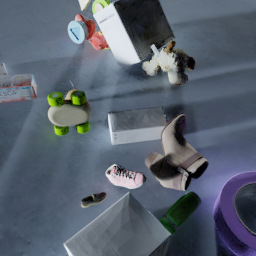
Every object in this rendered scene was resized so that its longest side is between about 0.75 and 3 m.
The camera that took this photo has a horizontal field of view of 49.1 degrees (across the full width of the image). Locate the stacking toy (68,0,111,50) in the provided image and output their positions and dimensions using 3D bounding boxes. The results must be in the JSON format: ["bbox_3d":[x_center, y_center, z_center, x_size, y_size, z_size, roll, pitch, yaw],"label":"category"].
[{"bbox_3d":[-1.988,-5.315,14.250,2.744,2.484,1.159,24,41,25],"label":"stacking toy"}]

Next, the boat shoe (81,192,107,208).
[{"bbox_3d":[-1.062,2.220,8.769,0.862,0.279,0.316,-22,44,-22],"label":"boat shoe"}]

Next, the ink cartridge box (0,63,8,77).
[{"bbox_3d":[-6.300,-2.734,13.484,0.811,0.206,0.920,-20,50,-18],"label":"ink cartridge box"}]

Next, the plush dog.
[{"bbox_3d":[2.083,-3.227,13.134,2.314,1.856,1.987,24,29,20],"label":"plush dog"}]

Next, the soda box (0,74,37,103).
[{"bbox_3d":[-5.319,-1.685,12.131,2.552,0.811,0.873,-7,48,-7],"label":"soda box"}]

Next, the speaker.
[{"bbox_3d":[1.554,2.445,8.212,1.324,0.585,0.585,-36,57,-26],"label":"speaker"}]

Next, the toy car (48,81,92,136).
[{"bbox_3d":[-2.256,-0.987,11.061,1.593,1.658,2.019,-5,38,-5],"label":"toy car"}]

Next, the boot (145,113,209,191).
[{"bbox_3d":[1.846,0.822,9.449,1.927,0.926,2.636,26,76,43],"label":"boot"}]

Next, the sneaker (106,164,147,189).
[{"bbox_3d":[-0.127,1.482,8.708,1.345,0.703,0.506,-5,46,38],"label":"sneaker"}]

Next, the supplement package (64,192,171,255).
[{"bbox_3d":[-0.228,3.153,7.226,2.097,1.580,1.591,-33,56,-26],"label":"supplement package"}]

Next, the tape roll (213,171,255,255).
[{"bbox_3d":[3.924,2.595,8.237,2.612,0.857,2.612,-1,48,1],"label":"tape roll"}]

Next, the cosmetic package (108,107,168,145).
[{"bbox_3d":[0.370,-0.102,10.721,2.148,0.765,1.089,-6,48,-6],"label":"cosmetic package"}]

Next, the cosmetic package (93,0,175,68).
[{"bbox_3d":[0.383,-4.810,13.392,2.766,2.775,1.706,-40,23,-30],"label":"cosmetic package"}]
